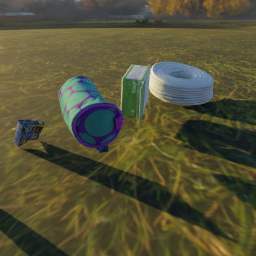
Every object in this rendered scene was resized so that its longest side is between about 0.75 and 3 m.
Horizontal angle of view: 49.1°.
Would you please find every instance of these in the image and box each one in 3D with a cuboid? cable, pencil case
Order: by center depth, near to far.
[{"bbox_3d":[-1.007,-0.489,7.030,1.242,1.144,2.689,0,23,-21],"label":"pencil case"},{"bbox_3d":[2.129,-1.848,11.337,2.663,0.922,2.662,6,32,2],"label":"cable"}]

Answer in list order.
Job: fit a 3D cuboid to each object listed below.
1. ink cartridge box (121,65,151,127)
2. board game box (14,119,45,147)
[{"bbox_3d":[0.222,-1.121,9.055,0.724,1.268,2.443,7,28,7],"label":"ink cartridge box"},{"bbox_3d":[-2.735,0.138,7.578,0.235,0.762,0.763,40,21,21],"label":"board game box"}]
